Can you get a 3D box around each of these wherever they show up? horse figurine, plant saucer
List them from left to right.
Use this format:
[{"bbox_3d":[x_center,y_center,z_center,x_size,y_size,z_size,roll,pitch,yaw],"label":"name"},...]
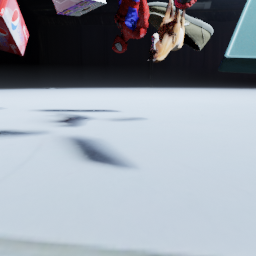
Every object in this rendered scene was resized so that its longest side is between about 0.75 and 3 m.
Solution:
[{"bbox_3d":[1.214,-2.856,7.854,0.734,1.950,2.942,9,17,11],"label":"horse figurine"},{"bbox_3d":[2.026,-1.659,4.031,0.832,0.226,2.380,10,58,32],"label":"plant saucer"}]

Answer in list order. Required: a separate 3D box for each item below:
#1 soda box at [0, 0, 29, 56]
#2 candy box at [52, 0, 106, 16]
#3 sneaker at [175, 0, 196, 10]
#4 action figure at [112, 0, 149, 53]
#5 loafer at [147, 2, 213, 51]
[{"bbox_3d":[-3.639,-3.089,8.315,0.782,0.863,2.466,13,-11,-6],"label":"soda box"},{"bbox_3d":[-1.726,-4.596,10.159,1.312,0.560,1.564,-14,12,24],"label":"candy box"},{"bbox_3d":[1.290,-2.669,5.117,0.375,1.061,0.519,50,0,24],"label":"sneaker"},{"bbox_3d":[0.115,-2.611,4.969,0.754,2.918,0.955,-25,58,-31],"label":"action figure"},{"bbox_3d":[1.671,-3.568,9.992,2.833,0.987,1.065,18,-1,-9],"label":"loafer"}]
